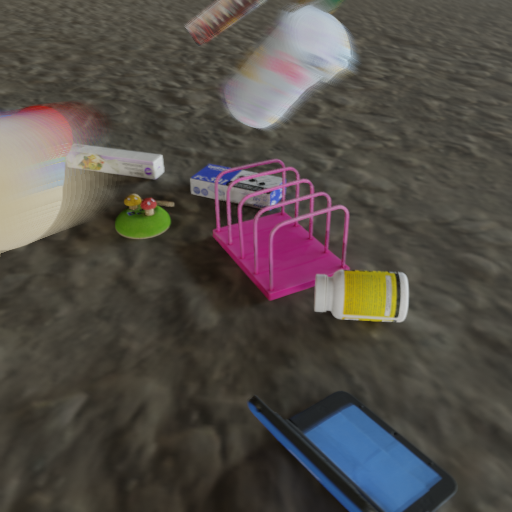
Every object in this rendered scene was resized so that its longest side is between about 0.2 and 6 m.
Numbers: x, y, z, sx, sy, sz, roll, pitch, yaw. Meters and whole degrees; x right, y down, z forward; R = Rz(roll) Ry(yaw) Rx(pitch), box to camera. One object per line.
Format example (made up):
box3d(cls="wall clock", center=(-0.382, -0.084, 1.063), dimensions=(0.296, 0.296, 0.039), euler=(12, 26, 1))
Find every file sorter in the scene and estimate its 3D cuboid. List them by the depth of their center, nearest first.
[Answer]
box3d(cls="file sorter", center=(0.355, -0.556, 9.088), dimensions=(1.464, 1.322, 2.107), euler=(-16, 37, -22))

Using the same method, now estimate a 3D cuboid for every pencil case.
box3d(cls="pencil case", center=(0.274, -1.848, 5.677), dimensions=(0.696, 0.638, 1.535), euler=(11, -15, -26))

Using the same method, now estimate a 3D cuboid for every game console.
box3d(cls="game console", center=(0.989, 1.913, 5.699), dimensions=(1.030, 1.486, 1.741), euler=(-45, 48, -13))

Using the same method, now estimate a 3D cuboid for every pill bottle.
box3d(cls="pill bottle", center=(1.466, 0.557, 7.954), dimensions=(1.258, 0.708, 0.708), euler=(3, 34, 4))

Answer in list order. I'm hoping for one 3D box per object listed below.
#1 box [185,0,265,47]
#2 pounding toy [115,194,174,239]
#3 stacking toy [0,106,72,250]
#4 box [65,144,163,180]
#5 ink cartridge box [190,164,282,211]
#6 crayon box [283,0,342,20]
box3d(cls="box", center=(-0.030, -4.910, 10.384), dimensions=(2.424, 0.483, 1.659), euler=(-16, 27, 43))
box3d(cls="pounding toy", center=(-2.069, -0.893, 10.250), dimensions=(0.998, 0.600, 1.293), euler=(1, 34, 2))
box3d(cls="stacking toy", center=(-2.041, -0.899, 4.857), dimensions=(0.954, 0.954, 2.234), euler=(-5, 26, -8))
box3d(cls="box", center=(-3.104, -2.059, 12.168), dimensions=(2.188, 0.423, 0.453), euler=(9, 35, 13))
box3d(cls="ink cartridge box", center=(-0.360, -1.386, 11.192), dimensions=(1.731, 0.383, 0.814), euler=(14, 35, 20))
box3d(cls="crayon box", center=(1.312, -5.050, 10.777), dimensions=(1.218, 0.412, 1.412), euler=(-54, 24, -11))
